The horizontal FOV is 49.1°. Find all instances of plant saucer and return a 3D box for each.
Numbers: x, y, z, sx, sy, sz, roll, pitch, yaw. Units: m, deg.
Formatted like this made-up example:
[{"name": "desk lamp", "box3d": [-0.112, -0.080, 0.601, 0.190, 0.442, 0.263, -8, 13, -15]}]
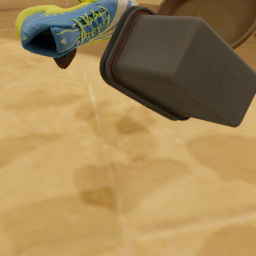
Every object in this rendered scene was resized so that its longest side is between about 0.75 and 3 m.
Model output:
[{"name": "plant saucer", "box3d": [1.984, -2.855, 7.236, 2.955, 0.435, 2.955, -13, 61, 24]}]

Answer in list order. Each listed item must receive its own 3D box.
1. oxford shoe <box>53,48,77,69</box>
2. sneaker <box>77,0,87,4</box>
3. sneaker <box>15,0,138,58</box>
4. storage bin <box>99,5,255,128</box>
[{"name": "oxford shoe", "box3d": [-2.078, -2.945, 9.763, 0.744, 0.864, 2.047, 16, 67, 7]}, {"name": "sneaker", "box3d": [-0.765, -3.899, 8.825, 1.059, 2.504, 0.932, -46, 44, 8]}, {"name": "sneaker", "box3d": [-1.045, -2.176, 6.366, 2.963, 1.122, 1.556, -12, 44, -4]}, {"name": "storage bin", "box3d": [0.941, -0.907, 4.258, 2.125, 1.546, 1.427, 26, 1, -36]}]
